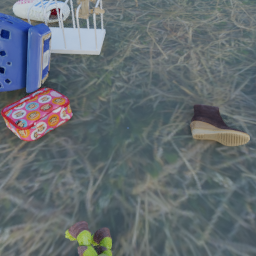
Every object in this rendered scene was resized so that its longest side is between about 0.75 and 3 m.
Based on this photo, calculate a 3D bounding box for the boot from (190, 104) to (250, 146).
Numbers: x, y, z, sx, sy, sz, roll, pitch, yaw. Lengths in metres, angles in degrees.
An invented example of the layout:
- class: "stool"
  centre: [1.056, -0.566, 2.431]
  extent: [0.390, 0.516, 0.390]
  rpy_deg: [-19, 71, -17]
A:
- class: "boot"
  centre: [2.647, -0.179, 8.119]
  extent: [1.615, 0.584, 1.343]
  rpy_deg: [7, 47, 12]

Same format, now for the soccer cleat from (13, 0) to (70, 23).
- class: "soccer cleat"
  centre: [-4.153, -5.519, 13.253]
  extent: [2.728, 0.953, 1.178]
  rpy_deg: [-2, 49, -1]

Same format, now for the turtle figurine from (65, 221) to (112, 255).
- class: "turtle figurine"
  centre: [-0.535, 2.471, 4.843]
  extent: [2.298, 0.740, 1.853]
  rpy_deg: [14, 21, -31]

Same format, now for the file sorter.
- class: "file sorter"
  centre: [-2.453, -4.281, 11.476]
  extent: [2.743, 1.708, 1.903]
  rpy_deg: [3, 44, 3]

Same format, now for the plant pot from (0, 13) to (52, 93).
- class: "plant pot"
  centre: [-3.590, -2.363, 8.891]
  extent: [2.014, 2.241, 2.241]
  rpy_deg: [7, 23, -8]

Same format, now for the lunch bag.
- class: "lunch bag"
  centre: [-2.753, -0.496, 8.401]
  extent: [1.573, 0.732, 1.786]
  rpy_deg: [30, 51, 33]

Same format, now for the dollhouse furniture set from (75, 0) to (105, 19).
- class: "dollhouse furniture set"
  centre: [-1.441, -4.553, 10.624]
  extent: [1.212, 0.628, 0.537]
  rpy_deg: [12, 17, 43]
